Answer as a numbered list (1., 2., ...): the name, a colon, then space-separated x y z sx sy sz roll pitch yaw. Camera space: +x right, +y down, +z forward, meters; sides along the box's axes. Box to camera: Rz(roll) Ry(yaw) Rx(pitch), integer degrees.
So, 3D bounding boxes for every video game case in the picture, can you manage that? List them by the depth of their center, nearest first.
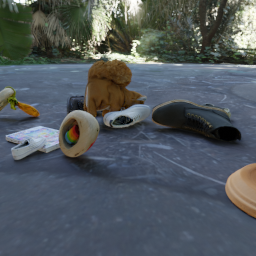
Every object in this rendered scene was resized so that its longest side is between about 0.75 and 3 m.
1. video game case: -2.763 0.318 9.082 1.963 0.177 1.405 11 20 32

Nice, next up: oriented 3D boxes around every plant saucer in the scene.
1. plant saucer: 3.159 1.223 5.588 2.277 0.426 2.277 0 16 0

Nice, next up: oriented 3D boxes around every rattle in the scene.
1. rattle: -5.100 -0.394 11.224 1.611 1.767 2.474 -20 26 29

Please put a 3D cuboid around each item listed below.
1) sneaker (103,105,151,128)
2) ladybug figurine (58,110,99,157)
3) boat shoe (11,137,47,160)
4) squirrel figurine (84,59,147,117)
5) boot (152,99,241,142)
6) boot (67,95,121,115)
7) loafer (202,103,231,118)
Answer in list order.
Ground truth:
1. sneaker: 0.086 -0.367 10.726 2.006 0.733 0.710 -17 31 -22
2. ladybug figurine: -1.328 0.163 7.604 0.618 1.166 1.717 -4 -18 -42
3. boat shoe: -2.758 0.471 7.874 0.407 0.362 1.108 9 31 30
4. squirrel figurine: -0.446 -1.497 11.213 2.378 2.548 1.803 3 7 -15
5. boot: 2.267 -0.223 9.565 2.804 1.086 1.939 -1 21 1
6. boot: -1.395 -0.947 12.279 2.189 0.870 2.514 7 21 7
7. loafer: 3.346 -0.613 11.232 2.193 0.749 0.830 -11 20 -33
